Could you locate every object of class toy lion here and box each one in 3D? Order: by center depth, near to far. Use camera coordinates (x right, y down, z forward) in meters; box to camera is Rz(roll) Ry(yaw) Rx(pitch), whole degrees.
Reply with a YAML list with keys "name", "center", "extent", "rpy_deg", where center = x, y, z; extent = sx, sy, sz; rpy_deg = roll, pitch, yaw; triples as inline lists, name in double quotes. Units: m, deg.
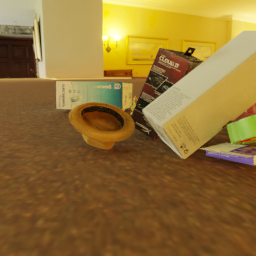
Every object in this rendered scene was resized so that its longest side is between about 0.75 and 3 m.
- name: "toy lion"
  center: [2.841, -0.061, 5.074]
  extent: [2.328, 0.834, 2.429]
  rpy_deg: [-10, -10, -7]

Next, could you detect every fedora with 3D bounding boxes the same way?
- name: "fedora"
  center: [-0.607, -0.001, 6.291]
  extent: [1.552, 0.633, 1.552]
  rpy_deg: [8, 33, -5]

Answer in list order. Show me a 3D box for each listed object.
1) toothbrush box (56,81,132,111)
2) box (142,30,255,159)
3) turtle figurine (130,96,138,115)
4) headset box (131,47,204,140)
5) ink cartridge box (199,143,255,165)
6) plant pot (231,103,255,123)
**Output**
- name: "toothbrush box"
  center: [-1.282, -1.302, 11.270]
  extent: [2.635, 1.124, 1.929]
  rpy_deg: [3, 8, 10]
- name: "box"
  center: [1.779, -0.740, 5.706]
  extent: [2.842, 0.972, 1.168]
  rpy_deg: [-37, 27, -1]
- name: "turtle figurine"
  center: [0.209, -0.602, 9.575]
  extent: [0.285, 0.885, 0.713]
  rpy_deg: [-8, -10, -7]
- name: "headset box"
  center: [1.110, -1.013, 7.249]
  extent: [0.880, 2.279, 1.696]
  rpy_deg: [32, 23, 20]
- name: "ink cartridge box"
  center: [2.044, 0.488, 5.344]
  extent: [1.000, 0.217, 0.991]
  rpy_deg: [-5, 9, -40]
- name: "plant pot"
  center: [3.272, -0.612, 7.693]
  extent: [1.189, 1.064, 1.189]
  rpy_deg: [-1, 4, 0]
